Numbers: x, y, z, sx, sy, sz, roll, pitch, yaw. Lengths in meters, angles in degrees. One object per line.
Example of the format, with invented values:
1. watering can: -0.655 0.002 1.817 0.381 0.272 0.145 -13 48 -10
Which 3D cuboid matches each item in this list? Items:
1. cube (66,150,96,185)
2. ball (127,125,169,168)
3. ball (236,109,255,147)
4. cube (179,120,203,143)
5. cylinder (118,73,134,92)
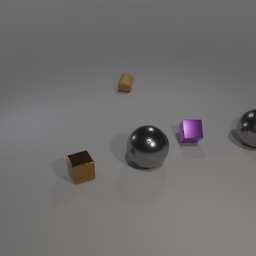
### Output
1. cube: -1.486 1.240 8.835 0.700 0.700 0.700 -14 33 -23
2. ball: 0.652 0.603 9.205 1.400 1.400 1.400 0 31 0
3. ball: 4.696 0.007 10.210 1.400 1.400 1.400 0 31 0
4. cube: 2.311 0.121 10.348 0.700 0.700 0.700 -1 74 -2
5. cylinder: -0.108 -2.383 14.624 0.700 0.700 0.700 9 63 14
